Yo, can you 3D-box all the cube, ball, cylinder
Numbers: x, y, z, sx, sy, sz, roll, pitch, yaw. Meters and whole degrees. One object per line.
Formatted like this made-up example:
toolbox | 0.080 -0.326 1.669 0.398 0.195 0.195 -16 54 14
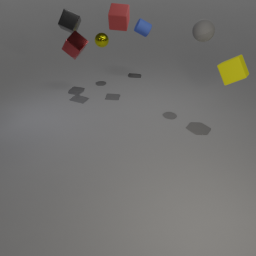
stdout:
cube | -2.444 -4.459 11.780 0.700 0.700 0.700 23 4 -6
ball | 2.433 -3.135 9.015 0.700 0.700 0.700 0 31 0
cube | 3.408 -1.878 9.058 0.700 0.700 0.700 -19 8 35
cylinder | 0.773 -5.212 14.556 0.700 0.700 0.700 23 27 -17
ball | -1.294 -4.329 13.799 0.700 0.700 0.700 0 31 0
cube | -0.339 -4.244 10.731 0.700 0.700 0.700 8 61 5
cube | -2.194 -3.427 11.591 0.700 0.700 0.700 38 58 -12
